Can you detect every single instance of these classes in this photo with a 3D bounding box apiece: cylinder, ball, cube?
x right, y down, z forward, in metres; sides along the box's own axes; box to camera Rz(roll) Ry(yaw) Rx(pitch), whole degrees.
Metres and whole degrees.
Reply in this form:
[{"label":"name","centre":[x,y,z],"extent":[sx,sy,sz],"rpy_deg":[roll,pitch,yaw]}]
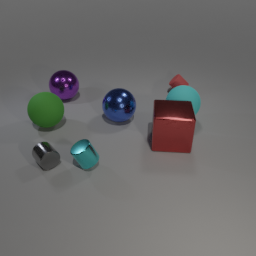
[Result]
[{"label":"cylinder","centre":[-1.381,0.835,8.999],"extent":[0.700,0.700,0.700],"rpy_deg":[-20,35,15]},{"label":"cylinder","centre":[2.503,-2.169,13.794],"extent":[0.700,0.700,0.700],"rpy_deg":[42,32,-13]},{"label":"ball","centre":[-3.000,-2.015,13.160],"extent":[1.400,1.400,1.400],"rpy_deg":[0,32,0]},{"label":"cube","centre":[1.594,-0.085,10.138],"extent":[1.400,1.400,1.400],"rpy_deg":[3,32,4]},{"label":"ball","centre":[-3.221,-0.717,11.012],"extent":[1.400,1.400,1.400],"rpy_deg":[0,32,0]},{"label":"ball","centre":[-0.360,-0.930,11.464],"extent":[1.400,1.400,1.400],"rpy_deg":[0,32,0]},{"label":"cylinder","centre":[-2.704,0.910,9.242],"extent":[0.700,0.700,0.700],"rpy_deg":[-23,39,-32]},{"label":"ball","centre":[2.218,-1.016,11.315],"extent":[1.400,1.400,1.400],"rpy_deg":[0,32,0]}]
